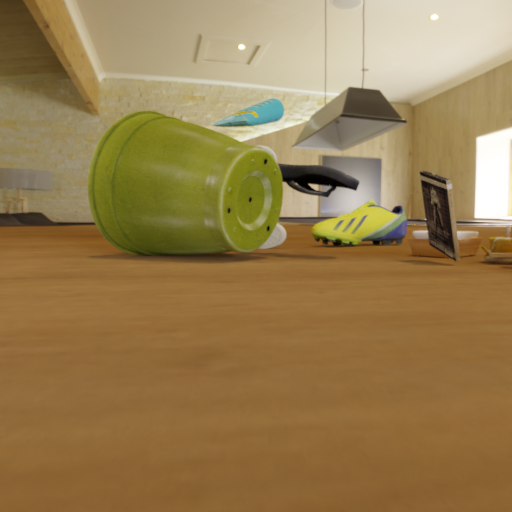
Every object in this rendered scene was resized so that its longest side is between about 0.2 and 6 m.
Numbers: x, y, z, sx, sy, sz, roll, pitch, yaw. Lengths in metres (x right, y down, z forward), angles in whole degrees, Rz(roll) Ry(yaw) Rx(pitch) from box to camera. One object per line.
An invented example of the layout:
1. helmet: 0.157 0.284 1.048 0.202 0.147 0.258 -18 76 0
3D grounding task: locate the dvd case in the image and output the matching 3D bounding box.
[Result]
1. dvd case: 3.044 -0.686 9.292 0.109 1.360 1.011 -15 18 -3

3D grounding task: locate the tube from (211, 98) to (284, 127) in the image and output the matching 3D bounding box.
1. tube: -0.079 -2.993 12.046 0.816 0.531 2.106 -6 17 31

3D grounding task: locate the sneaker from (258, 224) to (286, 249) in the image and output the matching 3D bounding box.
1. sneaker: -0.135 -0.595 14.154 2.021 0.776 1.124 -5 11 19

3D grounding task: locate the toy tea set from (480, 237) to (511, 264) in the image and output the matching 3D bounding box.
1. toy tea set: 4.665 -0.359 8.401 1.829 1.139 3.076 0 4 5

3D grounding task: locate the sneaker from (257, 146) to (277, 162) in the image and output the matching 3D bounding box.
1. sneaker: -0.454 -1.611 12.806 0.967 2.568 1.342 26 28 -17

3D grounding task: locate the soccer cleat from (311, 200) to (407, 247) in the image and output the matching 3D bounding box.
1. soccer cleat: 2.727 -0.881 14.889 2.959 1.238 0.957 -2 5 -26

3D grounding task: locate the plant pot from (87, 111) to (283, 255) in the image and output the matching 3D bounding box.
1. plant pot: -1.109 -1.185 10.511 2.783 2.890 2.890 13 11 35

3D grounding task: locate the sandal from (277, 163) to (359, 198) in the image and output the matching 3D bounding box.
1. sandal: 0.928 -1.397 10.700 2.428 0.520 0.923 13 -1 43

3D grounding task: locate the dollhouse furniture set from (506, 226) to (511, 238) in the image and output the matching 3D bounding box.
1. dollhouse furniture set: 6.525 -0.523 12.746 1.632 0.841 1.614 3 5 39

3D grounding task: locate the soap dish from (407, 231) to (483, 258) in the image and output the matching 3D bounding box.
1. soap dish: 3.772 -0.242 11.190 1.260 0.512 0.992 -5 6 -43
